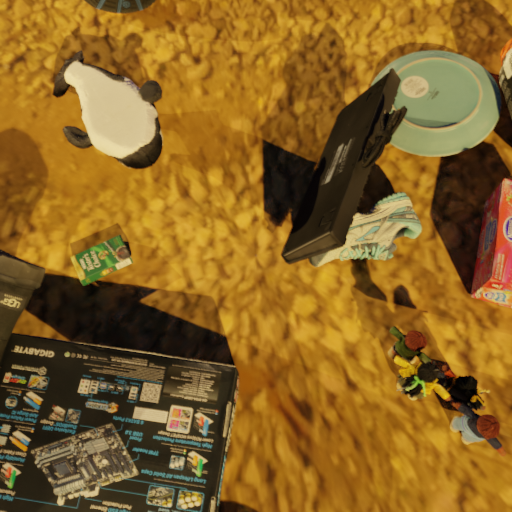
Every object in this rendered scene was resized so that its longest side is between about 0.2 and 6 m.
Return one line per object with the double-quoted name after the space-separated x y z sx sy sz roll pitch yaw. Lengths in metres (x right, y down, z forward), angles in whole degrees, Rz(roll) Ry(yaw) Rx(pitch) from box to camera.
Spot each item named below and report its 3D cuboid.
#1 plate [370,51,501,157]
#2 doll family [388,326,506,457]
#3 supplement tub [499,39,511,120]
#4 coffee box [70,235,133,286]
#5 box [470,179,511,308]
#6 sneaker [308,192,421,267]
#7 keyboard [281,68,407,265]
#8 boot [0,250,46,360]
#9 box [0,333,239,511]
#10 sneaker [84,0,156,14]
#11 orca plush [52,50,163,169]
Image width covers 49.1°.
3.163 -2.830 9.998 2.340 0.299 2.340 -3 67 8 "plate"
2.574 1.838 7.669 2.087 1.206 0.819 34 71 13 "doll family"
5.001 -2.768 9.601 1.313 1.313 2.143 -6 67 -2 "supplement tub"
-2.459 0.065 8.926 0.868 0.191 0.534 -25 58 -11 "coffee box"
4.032 -0.166 8.711 0.904 0.865 1.813 16 68 7 "box"
1.758 -0.265 8.832 1.968 0.764 0.849 -29 75 -10 "sneaker"
1.513 -1.452 8.622 0.428 2.003 3.336 31 62 -17 "keyboard"
-4.619 1.442 7.838 2.905 1.157 3.524 15 82 42 "boot"
-2.059 2.606 7.551 3.347 0.770 2.660 7 66 3 "box"
-2.232 -5.697 11.151 2.806 1.062 1.081 -24 50 -12 "sneaker"
-2.403 -2.180 9.332 3.134 1.114 1.649 30 69 31 "orca plush"
